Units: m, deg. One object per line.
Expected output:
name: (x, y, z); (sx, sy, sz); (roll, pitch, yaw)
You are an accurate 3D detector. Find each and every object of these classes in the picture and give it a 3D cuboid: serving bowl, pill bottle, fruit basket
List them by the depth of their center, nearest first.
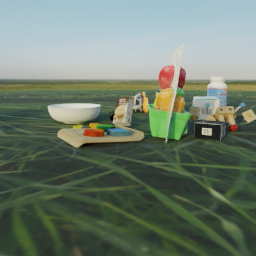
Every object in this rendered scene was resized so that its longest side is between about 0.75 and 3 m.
fruit basket: (1.370, -1.043, 8.419); (1.247, 2.660, 2.464); (14, 9, 0)
serving bowl: (-2.148, -0.576, 11.332); (2.097, 0.690, 2.097); (1, 10, 0)
pill bottle: (4.786, -1.818, 15.078); (1.012, 1.862, 1.012); (0, 11, 0)

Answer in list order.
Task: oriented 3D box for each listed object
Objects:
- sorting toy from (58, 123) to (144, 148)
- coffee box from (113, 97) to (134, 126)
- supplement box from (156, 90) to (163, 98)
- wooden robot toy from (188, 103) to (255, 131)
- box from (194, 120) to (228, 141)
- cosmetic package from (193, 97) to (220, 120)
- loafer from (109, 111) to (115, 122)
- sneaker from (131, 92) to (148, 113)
sorting toy: (-1.044, 0.062, 8.576); (2.040, 0.367, 2.738); (-6, 11, -30)
coffee box: (-0.158, -0.584, 10.127); (0.556, 0.973, 0.388); (-3, -20, 34)
supplement box: (2.022, -1.309, 14.020); (1.213, 1.211, 0.814); (0, 10, 0)
wooden robot toy: (3.213, -0.224, 9.829); (2.265, 0.998, 1.028); (0, -25, 2)
box: (2.458, 0.047, 8.305); (0.791, 0.490, 0.778); (6, 11, 31)
cosmetic package: (3.531, -0.930, 12.781); (1.141, 0.900, 2.121); (0, 11, 13)
loafer: (-0.542, -0.441, 11.233); (0.466, 0.450, 1.327); (5, 10, -24)
sneaker: (0.507, -1.404, 15.367); (1.000, 1.013, 2.589); (-5, 11, -2)
